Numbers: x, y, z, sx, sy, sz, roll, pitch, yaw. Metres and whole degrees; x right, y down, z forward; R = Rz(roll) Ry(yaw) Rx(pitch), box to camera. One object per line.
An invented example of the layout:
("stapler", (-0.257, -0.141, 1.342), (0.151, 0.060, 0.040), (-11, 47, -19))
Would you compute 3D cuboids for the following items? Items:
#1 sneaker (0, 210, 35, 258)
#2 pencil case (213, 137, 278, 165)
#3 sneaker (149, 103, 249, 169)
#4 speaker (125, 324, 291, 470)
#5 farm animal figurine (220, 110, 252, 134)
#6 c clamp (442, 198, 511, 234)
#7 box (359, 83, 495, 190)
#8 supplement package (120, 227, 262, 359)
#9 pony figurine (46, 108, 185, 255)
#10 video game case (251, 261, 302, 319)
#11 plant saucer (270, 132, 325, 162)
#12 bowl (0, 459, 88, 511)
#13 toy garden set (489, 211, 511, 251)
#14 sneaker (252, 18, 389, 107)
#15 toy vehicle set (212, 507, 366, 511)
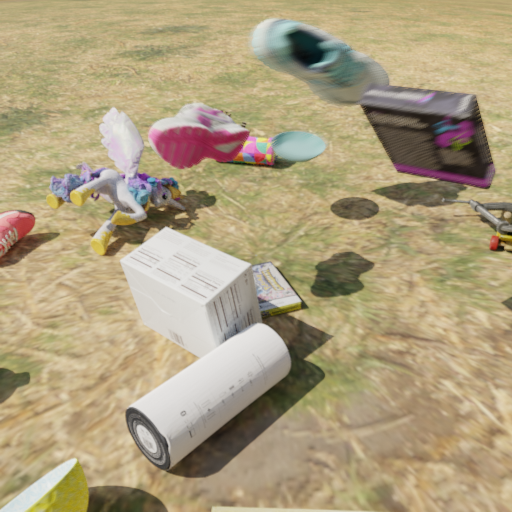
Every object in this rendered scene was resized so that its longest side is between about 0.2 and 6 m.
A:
("sneaker", (-5.170, -0.218, 11.117), (0.849, 0.721, 1.956), (36, 50, 25))
("pencil case", (-0.300, -2.873, 15.087), (1.811, 0.801, 0.801), (6, 33, 9))
("sneaker", (-0.993, -1.906, 8.670), (0.846, 0.781, 1.919), (46, 30, 20))
("speaker", (-0.564, 1.800, 7.521), (0.920, 0.920, 2.265), (26, 41, 35))
("farm animal figurine", (-0.864, -3.683, 16.474), (1.424, 0.751, 1.440), (22, 29, 11))
("c clamp", (5.068, -0.819, 11.671), (1.652, 0.262, 1.934), (-2, 24, -9))
("box", (2.180, -1.457, 6.973), (1.308, 0.330, 1.830), (18, -8, 33))
("supplement package", (-0.974, 0.634, 8.722), (1.850, 1.441, 1.026), (23, 49, 35))
("pony figurine", (-3.084, -1.523, 12.128), (2.606, 2.248, 2.699), (44, 40, 5))
("video game case", (-0.059, 0.632, 10.056), (1.300, 0.183, 1.438), (-12, 34, -18))
("plant saucer", (0.877, -2.284, 11.880), (1.160, 0.209, 1.160), (2, 40, -2))
("bowl", (-2.256, 2.870, 5.834), (1.376, 0.741, 1.376), (-34, 1, 1))
("toy garden set", (6.144, -0.653, 11.754), (2.245, 0.537, 2.693), (11, 34, 17))
("sneaker", (1.464, -3.828, 11.357), (3.103, 1.204, 1.339), (14, 12, -21))
("toy vehicle set", (0.614, 3.309, 5.696), (2.283, 0.303, 1.419), (1, 32, 2))
